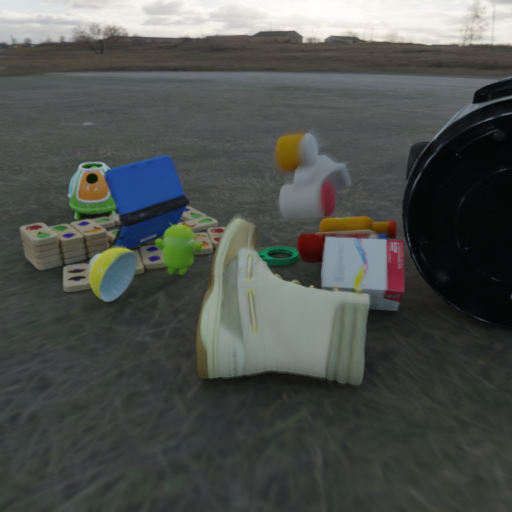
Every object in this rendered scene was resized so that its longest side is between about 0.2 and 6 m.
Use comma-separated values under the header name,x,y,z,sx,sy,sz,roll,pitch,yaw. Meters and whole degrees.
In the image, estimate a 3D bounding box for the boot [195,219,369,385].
name,x,y,z,sx,sy,sz,roll,pitch,yaw
boot,0.445,0.557,7.773,2.198,1.024,2.842,3,39,5

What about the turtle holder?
name,x,y,z,sx,sy,sz,roll,pitch,yaw
turtle holder,-3.658,-1.578,12.975,1.223,1.143,1.610,5,24,14

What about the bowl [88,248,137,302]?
name,x,y,z,sx,sy,sz,roll,pitch,yaw
bowl,-2.374,0.226,8.927,0.490,0.911,0.911,27,31,16

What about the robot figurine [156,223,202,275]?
name,x,y,z,sx,sy,sz,roll,pitch,yaw
robot figurine,-1.340,-0.131,9.684,0.778,0.887,0.513,5,18,2

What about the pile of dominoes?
name,x,y,z,sx,sy,sz,roll,pitch,yaw
pile of dominoes,-2.513,-0.551,11.238,3.941,0.627,3.072,-17,28,-34

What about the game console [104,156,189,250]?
name,x,y,z,sx,sy,sz,roll,pitch,yaw
game console,-2.175,-0.983,10.648,0.947,1.366,1.601,48,43,15

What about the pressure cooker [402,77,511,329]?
name,x,y,z,sx,sy,sz,roll,pitch,yaw
pressure cooker,4.260,-1.049,8.943,3.461,3.408,3.875,-39,-1,34

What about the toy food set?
name,x,y,z,sx,sy,sz,roll,pitch,yaw
toy food set,1.428,-0.751,9.325,1.407,3.127,1.492,-2,59,21

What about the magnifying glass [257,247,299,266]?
name,x,y,z,sx,sy,sz,roll,pitch,yaw
magnifying glass,0.032,0.066,10.413,1.606,0.180,0.639,-7,24,-20

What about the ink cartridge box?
name,x,y,z,sx,sy,sz,roll,pitch,yaw
ink cartridge box,1.608,0.278,8.596,1.195,0.868,0.864,3,67,8
